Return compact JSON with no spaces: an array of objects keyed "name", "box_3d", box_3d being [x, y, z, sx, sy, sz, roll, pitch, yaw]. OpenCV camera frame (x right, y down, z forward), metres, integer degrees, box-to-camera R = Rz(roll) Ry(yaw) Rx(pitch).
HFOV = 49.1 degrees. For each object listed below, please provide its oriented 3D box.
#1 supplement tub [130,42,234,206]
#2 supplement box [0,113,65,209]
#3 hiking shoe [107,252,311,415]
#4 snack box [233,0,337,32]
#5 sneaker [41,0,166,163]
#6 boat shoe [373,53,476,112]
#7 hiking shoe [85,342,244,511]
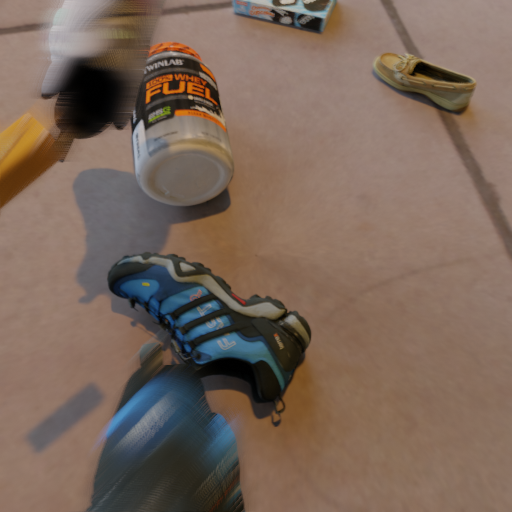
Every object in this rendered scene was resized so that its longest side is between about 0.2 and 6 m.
[{"name":"supplement tub","box_3d":[-1.450,-2.495,10.355,1.737,1.737,2.836,-10,59,-6]},{"name":"supplement box","box_3d":[-2.324,-0.724,5.013,1.182,0.407,0.393,-44,67,-10]},{"name":"hiking shoe","box_3d":[-0.903,1.032,8.462,3.380,1.257,1.465,20,60,12]},{"name":"snack box","box_3d":[0.714,-6.123,13.349,2.247,0.417,1.305,17,60,10]},{"name":"sneaker","box_3d":[-2.384,-2.337,7.714,1.366,3.514,2.458,17,74,-21]},{"name":"boat shoe","box_3d":[3.517,-3.816,11.768,2.207,0.694,0.805,36,65,20]},{"name":"hiking shoe","box_3d":[-0.528,2.095,4.992,1.283,3.449,1.495,4,59,1]}]
